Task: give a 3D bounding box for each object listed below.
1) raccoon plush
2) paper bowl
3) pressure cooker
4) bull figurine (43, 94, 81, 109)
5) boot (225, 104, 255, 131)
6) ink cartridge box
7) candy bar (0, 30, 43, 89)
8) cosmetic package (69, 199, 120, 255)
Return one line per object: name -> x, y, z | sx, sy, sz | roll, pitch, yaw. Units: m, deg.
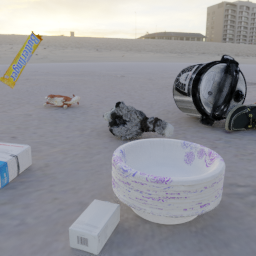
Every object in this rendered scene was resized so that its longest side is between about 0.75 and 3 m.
raccoon plush -> 0.311, -0.115, 10.761 | 2.690, 1.301, 1.802 | 25, 7, 2
paper bowl -> 0.803, 1.102, 5.901 | 2.284, 1.188, 2.284 | 0, 17, 0
pressure cooker -> 3.567, -1.632, 11.990 | 2.570, 2.530, 2.877 | -26, 15, -12
bull figurine -> -3.595, -1.468, 15.240 | 1.985, 0.647, 1.205 | 2, 16, 8
boot -> 5.278, -0.274, 10.851 | 2.695, 0.973, 2.035 | -14, 24, -36
ink cartridge box -> -3.404, 0.939, 7.393 | 1.079, 0.633, 1.474 | 4, 16, 11
candy bar -> -4.214, -2.767, 11.169 | 0.617, 2.475, 0.274 | 34, -6, -33
cosmetic package -> -0.578, 1.760, 5.123 | 0.569, 0.409, 1.009 | 7, 17, 21
